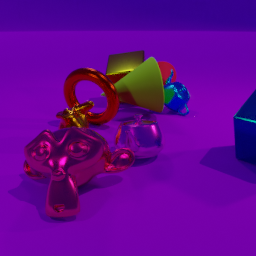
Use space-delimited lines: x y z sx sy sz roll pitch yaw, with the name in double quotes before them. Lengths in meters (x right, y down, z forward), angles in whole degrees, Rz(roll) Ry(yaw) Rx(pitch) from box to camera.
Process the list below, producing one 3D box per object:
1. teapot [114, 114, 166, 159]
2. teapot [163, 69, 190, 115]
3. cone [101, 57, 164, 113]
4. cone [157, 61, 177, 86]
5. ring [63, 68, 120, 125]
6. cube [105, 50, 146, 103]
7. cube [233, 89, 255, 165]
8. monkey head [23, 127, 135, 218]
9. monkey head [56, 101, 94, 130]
"teapot" 0.209 0.139 5.526 1.036 0.816 1.667 0 11 16
"teapot" 1.432 -1.022 8.315 0.920 1.480 0.725 -3 -25 -43
"cone" 0.016 -1.042 7.697 1.555 1.549 1.549 -11 22 -7
"cone" 1.312 -1.774 10.196 1.164 1.164 1.169 -1 20 -2
"ring" -0.937 -0.769 7.065 1.561 1.561 0.312 8 35 21
"cube" 0.019 -1.661 9.166 1.201 1.201 1.201 -6 43 9
"cube" 2.716 0.023 5.160 1.087 1.087 1.087 19 50 41
"monkey head" -0.889 0.662 4.383 1.963 1.412 1.183 -6 -18 6
"monkey head" -1.064 -0.100 6.104 0.970 0.812 1.348 -26 13 -6
